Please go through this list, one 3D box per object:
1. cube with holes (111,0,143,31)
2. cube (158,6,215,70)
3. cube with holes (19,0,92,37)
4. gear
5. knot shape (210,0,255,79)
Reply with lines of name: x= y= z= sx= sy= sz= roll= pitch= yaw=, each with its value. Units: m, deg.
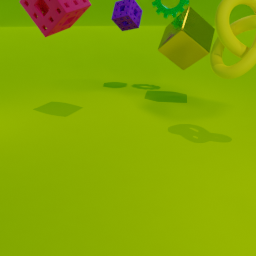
cube with holes: x=-0.032 y=-4.615 z=11.434 sx=0.838 sy=0.838 sz=0.838 roll=2 pitch=-17 yaw=33
cube: x=2.117 y=-3.206 z=10.161 sx=1.334 sy=1.334 sz=1.334 roll=-29 pitch=35 yaw=53
cube with holes: x=-1.963 y=-3.400 z=7.642 sx=1.125 sy=1.125 sz=1.125 roll=-27 pitch=14 yaw=41
gear: x=1.613 y=-4.887 z=10.616 sx=1.397 sy=1.397 sz=0.258 roll=4 pitch=9 yaw=10
knot shape: x=2.531 y=-2.070 z=6.026 sx=1.853 sy=1.734 sz=0.856 roll=-13 pitch=14 yaw=32
